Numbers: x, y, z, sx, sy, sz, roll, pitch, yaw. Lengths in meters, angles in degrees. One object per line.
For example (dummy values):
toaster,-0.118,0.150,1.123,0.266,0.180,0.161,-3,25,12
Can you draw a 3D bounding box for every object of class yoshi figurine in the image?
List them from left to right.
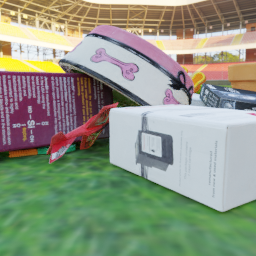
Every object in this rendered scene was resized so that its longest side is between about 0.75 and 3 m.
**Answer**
yoshi figurine,2.592,-1.475,10.673,1.413,1.418,2.524,-14,-26,16

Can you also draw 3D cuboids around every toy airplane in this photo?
toy airplane,-0.719,0.074,4.443,1.492,0.274,1.492,-41,-8,-7

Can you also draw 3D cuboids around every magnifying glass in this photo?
magnifying glass,-1.434,0.378,4.774,1.089,0.122,0.433,-7,7,-27

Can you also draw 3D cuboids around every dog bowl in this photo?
dog bowl,0.075,-0.956,5.837,2.895,1.067,2.895,31,-3,2

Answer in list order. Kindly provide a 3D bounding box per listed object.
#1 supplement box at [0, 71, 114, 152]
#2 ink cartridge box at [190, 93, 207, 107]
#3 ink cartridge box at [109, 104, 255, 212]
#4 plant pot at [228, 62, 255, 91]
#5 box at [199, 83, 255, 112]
supplement box,-1.879,-0.309,5.114,2.918,1.250,1.610,-6,5,-37
ink cartridge box,2.792,-0.691,9.067,2.189,0.549,2.522,-9,23,-41
ink cartridge box,0.855,0.182,3.623,1.458,0.837,2.007,-6,10,-34
plant pot,4.851,-1.262,9.791,2.681,1.877,2.681,0,9,0
box,2.926,-0.654,7.308,1.709,0.464,2.133,9,18,1
